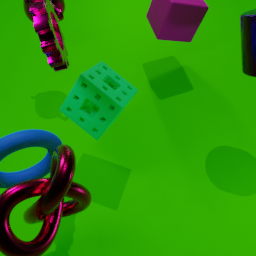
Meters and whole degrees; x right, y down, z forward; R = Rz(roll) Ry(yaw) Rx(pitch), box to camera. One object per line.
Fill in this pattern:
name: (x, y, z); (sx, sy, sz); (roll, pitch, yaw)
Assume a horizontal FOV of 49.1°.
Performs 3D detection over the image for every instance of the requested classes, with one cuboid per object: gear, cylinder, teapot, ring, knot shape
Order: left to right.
ring: (-1.777, 0.550, 4.758); (1.408, 1.408, 0.282); (-24, 59, -16)
teapot: (-2.356, -3.456, 7.590); (1.825, 0.894, 1.135); (42, 78, 15)
gear: (-1.320, -1.626, 4.793); (0.235, 1.272, 1.272); (-14, 57, -1)
knot shape: (-0.911, 0.789, 3.331); (0.615, 1.330, 1.245); (28, 103, 20)
cylinder: (3.156, -1.909, 6.086); (1.302, 1.302, 1.302); (-11, 24, 5)

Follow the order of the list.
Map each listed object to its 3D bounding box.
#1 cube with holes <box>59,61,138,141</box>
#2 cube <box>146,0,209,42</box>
cube with holes: (-0.653, -0.646, 6.476); (1.102, 1.102, 1.102); (39, 33, -1)
cube: (1.495, -3.636, 8.807); (1.271, 1.271, 1.271); (-2, 54, -21)
